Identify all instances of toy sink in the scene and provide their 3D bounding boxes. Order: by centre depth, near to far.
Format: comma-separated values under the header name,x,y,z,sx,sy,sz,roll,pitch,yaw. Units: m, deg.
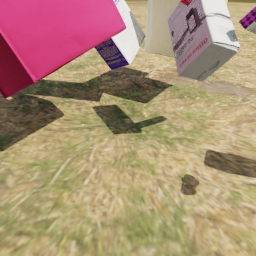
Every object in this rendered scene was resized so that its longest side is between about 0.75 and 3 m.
name,x,y,z,sx,sy,sz,roll,pitch,yaw
toy sink,1.992,-3.477,8.651,1.677,1.951,2.993,19,33,26

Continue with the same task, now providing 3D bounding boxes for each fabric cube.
name,x,y,z,sx,sy,sz,roll,pitch,yaw
fabric cube,-2.036,-2.347,5.922,2.442,2.403,2.450,-43,22,-29

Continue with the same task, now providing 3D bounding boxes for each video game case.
name,x,y,z,sx,sy,sz,roll,pitch,yaw
video game case,2.835,-2.211,4.932,1.284,1.417,0.254,-8,65,-47

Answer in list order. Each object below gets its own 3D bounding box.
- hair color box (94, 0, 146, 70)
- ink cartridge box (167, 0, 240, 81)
name,x,y,z,sx,sy,sz,roll,pitch,yaw
hair color box,-0.667,-3.163,7.961,0.860,2.655,1.451,-5,46,38
ink cartridge box,1.490,-1.976,5.821,0.671,1.168,1.609,6,64,-24
